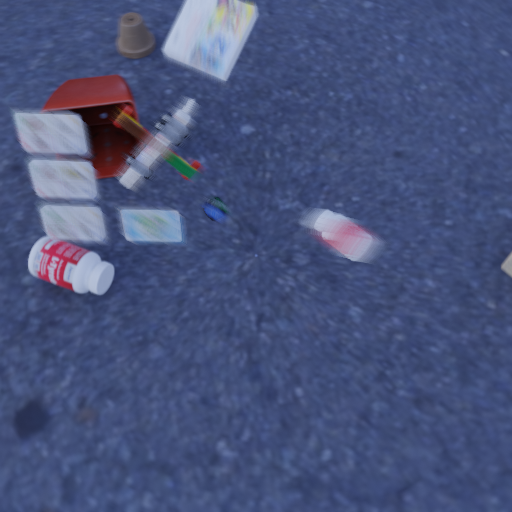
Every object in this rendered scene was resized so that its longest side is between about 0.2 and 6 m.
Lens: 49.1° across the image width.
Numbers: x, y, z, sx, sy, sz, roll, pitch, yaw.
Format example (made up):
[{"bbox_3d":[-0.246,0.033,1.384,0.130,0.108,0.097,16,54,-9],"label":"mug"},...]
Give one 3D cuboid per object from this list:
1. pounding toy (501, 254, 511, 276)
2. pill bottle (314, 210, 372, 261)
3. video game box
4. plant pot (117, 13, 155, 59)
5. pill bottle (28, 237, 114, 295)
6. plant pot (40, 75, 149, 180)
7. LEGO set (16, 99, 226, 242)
[{"bbox_3d":[5.043,-0.027,9.897,1.340,0.952,1.233,41,71,13],"label":"pounding toy"},{"bbox_3d":[1.329,-0.334,8.668,0.833,0.468,0.468,39,67,19],"label":"pill bottle"},{"bbox_3d":[-0.817,-4.013,10.052,1.239,0.318,1.359,26,90,12],"label":"video game box"},{"bbox_3d":[-2.822,-5.117,12.877,0.872,0.760,0.872,0,60,1],"label":"plant pot"},{"bbox_3d":[-3.193,0.202,9.743,1.318,0.740,0.740,19,61,11],"label":"pill bottle"},{"bbox_3d":[-3.087,-2.635,11.012,1.667,1.668,1.470,-8,48,-5],"label":"plant pot"},{"bbox_3d":[-1.792,-1.156,8.009,2.712,2.026,0.666,2,36,4],"label":"LEGO set"}]
